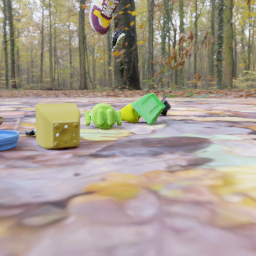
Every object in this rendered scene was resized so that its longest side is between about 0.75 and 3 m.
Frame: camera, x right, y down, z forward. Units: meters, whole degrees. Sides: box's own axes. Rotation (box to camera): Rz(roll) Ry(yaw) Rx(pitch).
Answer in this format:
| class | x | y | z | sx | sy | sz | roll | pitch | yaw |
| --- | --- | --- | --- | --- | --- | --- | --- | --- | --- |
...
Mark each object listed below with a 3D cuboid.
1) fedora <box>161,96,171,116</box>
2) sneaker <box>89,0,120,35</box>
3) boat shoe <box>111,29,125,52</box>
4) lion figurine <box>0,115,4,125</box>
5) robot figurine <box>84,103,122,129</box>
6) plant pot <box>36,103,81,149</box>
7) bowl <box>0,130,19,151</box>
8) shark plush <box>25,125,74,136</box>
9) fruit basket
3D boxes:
| class | x | y | z | sx | sy | sz | roll | pitch | yaw |
| --- | --- | --- | --- | --- | --- | --- | --- | --- | --- |
| fedora | 2.085 | -1.156 | 16.185 | 0.660 | 1.445 | 1.445 | 31 | 13 | 7 |
| sneaker | -0.495 | -2.830 | 6.441 | 0.520 | 1.388 | 0.625 | 17 | -21 | -39 |
| boat shoe | -0.608 | -4.485 | 14.439 | 0.583 | 0.476 | 1.577 | -38 | -2 | -19 |
| lion figurine | -5.091 | -0.103 | 9.704 | 1.360 | 0.805 | 2.221 | 8 | 18 | -23 |
| robot figurine | -0.970 | -0.482 | 11.080 | 1.475 | 0.972 | 1.681 | -3 | 8 | -12 |
| plant pot | -1.774 | 0.005 | 7.376 | 1.118 | 1.111 | 1.144 | -3 | 18 | -25 |
| bowl | -3.800 | 0.347 | 7.326 | 1.801 | 0.353 | 1.801 | 0 | 7 | 0 |
| shark plush | -2.519 | 0.188 | 8.936 | 1.759 | 0.799 | 0.733 | -19 | -18 | 16 |
| fruit basket | 0.582 | -0.678 | 12.598 | 2.047 | 1.476 | 2.047 | -42 | -3 | -3 |
